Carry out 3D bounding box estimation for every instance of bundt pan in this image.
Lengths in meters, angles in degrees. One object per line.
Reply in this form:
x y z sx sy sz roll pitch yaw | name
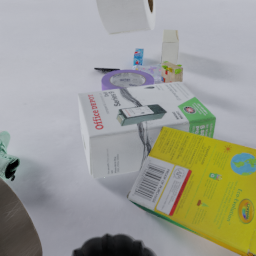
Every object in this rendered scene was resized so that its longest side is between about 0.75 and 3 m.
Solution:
-0.209 2.164 3.746 1.410 0.529 1.410 0 33 0 | bundt pan

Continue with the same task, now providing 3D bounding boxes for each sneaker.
-2.631 0.602 6.065 0.843 0.526 1.430 -2 43 7 | sneaker

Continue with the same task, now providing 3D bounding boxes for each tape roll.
-0.004 -1.182 8.607 1.615 0.686 1.615 0 35 0 | tape roll
0.000 -3.661 7.925 1.291 1.881 1.881 -3 32 16 | tape roll

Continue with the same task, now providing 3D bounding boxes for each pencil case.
0.753 -1.998 9.960 1.184 0.537 0.492 -7 39 -9 | pencil case

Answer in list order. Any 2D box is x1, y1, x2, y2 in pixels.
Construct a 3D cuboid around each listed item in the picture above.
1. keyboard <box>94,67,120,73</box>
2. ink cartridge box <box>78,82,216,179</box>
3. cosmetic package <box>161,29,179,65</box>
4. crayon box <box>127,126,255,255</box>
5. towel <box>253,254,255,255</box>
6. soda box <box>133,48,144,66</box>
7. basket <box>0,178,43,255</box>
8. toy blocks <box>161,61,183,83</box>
-0.814 -2.181 10.630 0.996 0.197 0.519 4 11 7 | keyboard
0.299 -0.068 6.515 2.711 1.139 1.979 -9 35 -13 | ink cartridge box
1.736 -3.398 11.682 0.673 0.954 1.842 4 35 5 | cosmetic package
1.375 0.990 4.559 2.425 0.616 1.539 16 68 35 | crayon box
2.641 2.600 3.322 2.162 0.320 2.948 -20 37 -29 | towel
0.433 -2.884 11.417 0.361 0.382 1.126 3 34 4 | soda box
-2.556 1.813 3.199 2.447 1.846 2.714 19 34 38 | basket
1.443 -1.673 9.300 0.599 0.820 1.199 -13 29 -18 | toy blocks
